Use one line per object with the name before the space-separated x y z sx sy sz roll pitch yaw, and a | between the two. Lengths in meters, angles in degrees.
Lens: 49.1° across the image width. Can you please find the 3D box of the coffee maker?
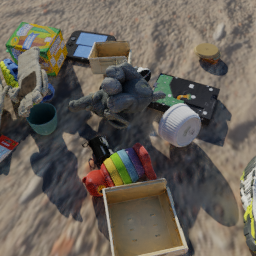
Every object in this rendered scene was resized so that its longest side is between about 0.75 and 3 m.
coffee maker | -0.865 0.699 8.320 0.751 0.526 0.782 -28 54 -2

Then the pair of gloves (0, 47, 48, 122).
pair of gloves | -3.710 -1.057 8.993 2.902 0.509 2.467 -32 54 16

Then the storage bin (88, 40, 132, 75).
storage bin | -0.604 -2.612 10.304 1.417 0.669 1.427 -2 39 7

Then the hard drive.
hard drive | 1.899 -1.039 9.709 2.227 0.421 1.556 18 54 13

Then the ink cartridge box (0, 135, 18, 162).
ink cartridge box | -3.921 0.594 8.547 0.709 0.219 0.875 23 58 17

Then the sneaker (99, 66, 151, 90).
sneaker | -0.172 -1.671 10.143 2.012 0.742 0.805 -24 38 -21

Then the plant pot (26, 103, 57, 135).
plant pot | -2.656 -0.216 8.855 0.915 0.734 0.915 0 52 0

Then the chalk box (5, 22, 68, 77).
chalk box | -3.598 -3.018 10.594 2.130 1.318 1.325 13 62 9

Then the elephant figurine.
elephant figurine | -0.476 -0.849 8.922 1.743 2.463 1.911 -37 88 -36

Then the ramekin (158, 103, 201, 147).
ramekin | 1.576 -0.035 8.298 1.257 1.257 0.660 -30 44 -22

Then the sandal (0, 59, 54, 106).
sandal | -3.511 -1.542 9.806 1.135 1.036 2.607 -35 69 -25

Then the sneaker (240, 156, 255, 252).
sneaker | 3.557 1.905 7.161 1.084 0.954 2.562 12 61 2

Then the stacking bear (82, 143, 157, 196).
stacking bear | -0.309 1.223 7.585 1.818 1.104 1.034 -26 36 -9

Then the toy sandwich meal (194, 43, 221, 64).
toy sandwich meal | 3.204 -3.020 11.342 1.134 0.389 1.134 -2 49 2

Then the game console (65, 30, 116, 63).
game console | -1.612 -3.372 11.642 1.998 0.310 1.767 11 52 9

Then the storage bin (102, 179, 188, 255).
storage bin | 0.385 2.297 6.801 1.739 0.821 1.751 -9 52 -7
